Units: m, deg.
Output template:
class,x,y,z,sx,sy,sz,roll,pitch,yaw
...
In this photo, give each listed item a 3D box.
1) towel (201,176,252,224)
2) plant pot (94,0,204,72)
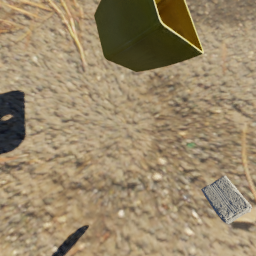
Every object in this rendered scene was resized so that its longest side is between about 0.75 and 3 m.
class,x,y,z,sx,sy,sz,roll,pitch,yaw
towel,2.181,1.587,6.267,0.700,0.182,1.057,-30,37,3
plant pot,0.344,-2.389,6.552,1.718,1.948,1.948,-27,69,34
